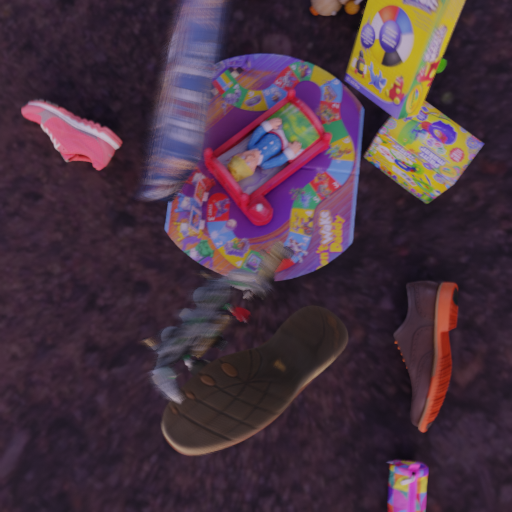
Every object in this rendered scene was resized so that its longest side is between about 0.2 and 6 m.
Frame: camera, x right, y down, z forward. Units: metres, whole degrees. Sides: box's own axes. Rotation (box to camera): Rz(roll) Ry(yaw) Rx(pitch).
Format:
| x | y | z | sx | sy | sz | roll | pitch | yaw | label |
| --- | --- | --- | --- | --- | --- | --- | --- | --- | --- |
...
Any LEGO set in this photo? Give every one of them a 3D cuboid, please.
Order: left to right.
| x | y | z | sx | sy | sz | roll | pitch | yaw | label |
| --- | --- | --- | --- | --- | --- | --- | --- | --- | --- |
| -0.701 | 0.854 | 8.988 | 1.043 | 3.682 | 2.391 | 35 | 109 | 5 | LEGO set |

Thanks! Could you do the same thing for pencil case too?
| x | y | z | sx | sy | sz | roll | pitch | yaw | label |
| --- | --- | --- | --- | --- | --- | --- | --- | --- | --- |
| 2.658 | 4.456 | 9.902 | 0.735 | 0.735 | 1.664 | 4 | 83 | 1 | pencil case |

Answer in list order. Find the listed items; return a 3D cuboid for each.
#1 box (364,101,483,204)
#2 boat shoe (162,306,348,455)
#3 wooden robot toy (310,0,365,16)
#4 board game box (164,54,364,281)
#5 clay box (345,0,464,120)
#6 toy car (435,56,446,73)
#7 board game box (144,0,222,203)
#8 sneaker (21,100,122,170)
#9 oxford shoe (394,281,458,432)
| x | y | z | sx | sy | sz | roll | pitch | yaw | label |
| --- | --- | --- | --- | --- | --- | --- | --- | --- | --- |
| 3.019 | -1.938 | 10.360 | 1.572 | 1.514 | 0.959 | 38 | 84 | 4 | box |
| 0.048 | 2.076 | 8.853 | 3.428 | 1.158 | 1.234 | -29 | 64 | -32 | boat shoe |
| 1.807 | -5.187 | 11.224 | 1.383 | 1.343 | 3.048 | -31 | 82 | 31 | wooden robot toy |
| 0.202 | -1.855 | 10.664 | 3.673 | 0.905 | 4.649 | 7 | 83 | 1 | board game box |
| 2.348 | -3.628 | 8.872 | 0.592 | 2.486 | 1.428 | -20 | 52 | -29 | clay box |
| 3.122 | -4.019 | 11.254 | 1.361 | 0.323 | 1.446 | 27 | 84 | 3 | toy car |
| -1.286 | -2.851 | 9.831 | 0.569 | 2.228 | 3.289 | 11 | 74 | -17 | board game box |
| -3.684 | -2.316 | 10.802 | 2.051 | 0.756 | 0.889 | 23 | 84 | 3 | sneaker |
| 3.045 | 1.806 | 10.304 | 0.987 | 0.968 | 2.720 | 7 | 84 | 30 | oxford shoe |
